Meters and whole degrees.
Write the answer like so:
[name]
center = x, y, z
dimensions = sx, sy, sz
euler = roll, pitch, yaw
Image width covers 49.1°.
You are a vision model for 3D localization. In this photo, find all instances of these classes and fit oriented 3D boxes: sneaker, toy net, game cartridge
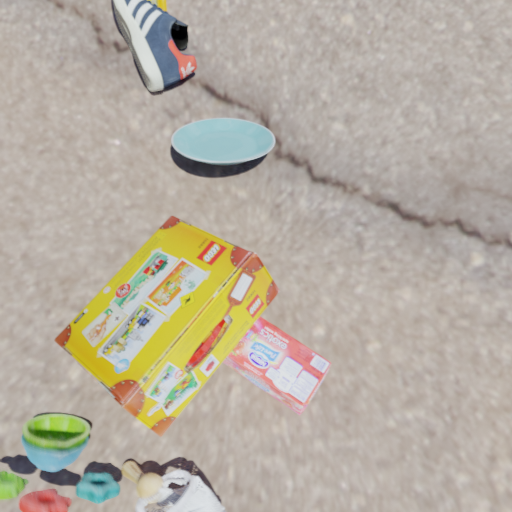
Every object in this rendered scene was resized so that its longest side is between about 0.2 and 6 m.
[sneaker]
center = -2.345, -5.286, 12.803
dimensions = 1.383, 1.226, 3.272
euler = -22, 77, -10
[toy net]
center = -2.179, 3.390, 8.505
dimensions = 3.624, 1.901, 0.700
euler = 11, 95, 12
[game cartridge]
center = -2.540, -6.115, 13.713
dimensions = 0.695, 0.113, 0.612
euler = -8, 66, -2

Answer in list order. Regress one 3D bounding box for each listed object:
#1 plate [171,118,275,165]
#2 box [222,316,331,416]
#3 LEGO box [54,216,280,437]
[plate]
center = -0.678, -2.314, 11.570
dimensions = 2.133, 0.273, 2.133
euler = 2, 37, -1
[box]
center = 0.267, 1.833, 9.742
dimensions = 1.827, 0.865, 0.937
euler = 31, 68, 14
[LEGO box]
center = -1.492, 1.014, 9.434
dimensions = 2.276, 1.179, 3.057
euler = 26, 67, 41
